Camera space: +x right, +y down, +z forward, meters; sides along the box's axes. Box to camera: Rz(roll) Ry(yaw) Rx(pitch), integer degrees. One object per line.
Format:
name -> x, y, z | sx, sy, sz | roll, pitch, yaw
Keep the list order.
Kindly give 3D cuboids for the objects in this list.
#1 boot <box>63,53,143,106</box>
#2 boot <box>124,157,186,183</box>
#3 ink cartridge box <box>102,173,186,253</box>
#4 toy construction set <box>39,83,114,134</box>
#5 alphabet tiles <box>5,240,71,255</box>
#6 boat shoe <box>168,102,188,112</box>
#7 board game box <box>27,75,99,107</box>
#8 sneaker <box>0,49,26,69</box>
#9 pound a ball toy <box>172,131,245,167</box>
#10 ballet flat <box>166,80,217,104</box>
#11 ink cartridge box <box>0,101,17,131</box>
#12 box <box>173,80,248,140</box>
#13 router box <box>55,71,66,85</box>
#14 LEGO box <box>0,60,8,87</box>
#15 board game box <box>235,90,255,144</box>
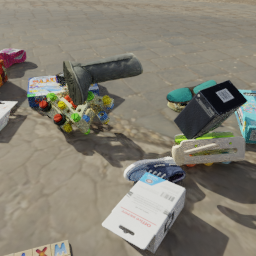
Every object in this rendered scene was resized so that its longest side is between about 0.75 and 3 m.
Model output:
boot -> -0.737, -1.729, 9.412 | 2.592, 0.941, 2.357 | -5, 47, -20
boot -> 0.751, 1.249, 7.688 | 1.630, 0.593, 0.736 | -12, 31, -20
ink cartridge box -> 0.406, 2.007, 6.486 | 1.137, 0.655, 1.963 | 20, 38, 28
toy construction set -> -1.948, -0.845, 10.045 | 1.928, 1.355, 2.940 | -45, 44, -10
alphabet tiles -> -2.143, 3.186, 5.223 | 2.285, 0.086, 1.910 | -9, 35, -14
boat shoe -> 2.265, -0.859, 11.009 | 1.528, 0.481, 0.557 | 27, 42, 35
board game box -> -2.866, -1.758, 12.351 | 2.911, 0.502, 1.970 | -9, 34, -13
sneaker -> -6.671, -3.828, 15.284 | 0.948, 0.875, 2.150 | 18, 29, 27
pound a ball toy -> 2.229, 0.731, 8.032 | 2.188, 0.930, 1.427 | -4, 12, -3
ballet flat -> 2.281, -1.168, 9.943 | 1.825, 0.667, 0.667 | -17, 33, 7
ink cartridge box -> -5.174, -0.454, 10.499 | 1.465, 0.456, 1.820 | 3, 30, 5
box -> 2.308, -0.487, 7.992 | 1.435, 1.423, 0.884 | -21, 67, -35
router box -> -2.239, -2.295, 12.328 | 1.185, 0.394, 1.507 | 18, 37, 25
LEGO box -> -7.262, -2.294, 12.656 | 2.745, 1.059, 2.044 | 3, 33, 4
board game box -> 5.156, -0.435, 10.183 | 2.154, 0.670, 2.853 | 5, 34, 7
